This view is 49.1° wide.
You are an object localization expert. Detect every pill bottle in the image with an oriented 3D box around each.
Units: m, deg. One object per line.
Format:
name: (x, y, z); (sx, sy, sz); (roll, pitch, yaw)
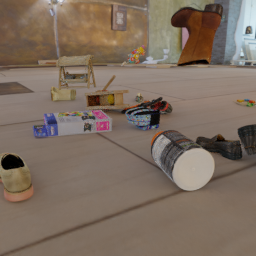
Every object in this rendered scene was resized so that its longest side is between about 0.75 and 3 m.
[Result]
pill bottle: (1.241, 0.680, 7.183); (1.067, 1.067, 2.009); (-4, 17, -14)

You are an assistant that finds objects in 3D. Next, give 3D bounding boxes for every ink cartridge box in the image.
ink cartridge box: (-2.252, -0.218, 11.100); (2.914, 0.611, 1.739); (-8, 18, -18)

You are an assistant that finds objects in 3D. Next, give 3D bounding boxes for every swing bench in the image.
swing bench: (-2.515, -2.718, 13.610); (1.615, 1.623, 1.053); (-1, 11, 13)

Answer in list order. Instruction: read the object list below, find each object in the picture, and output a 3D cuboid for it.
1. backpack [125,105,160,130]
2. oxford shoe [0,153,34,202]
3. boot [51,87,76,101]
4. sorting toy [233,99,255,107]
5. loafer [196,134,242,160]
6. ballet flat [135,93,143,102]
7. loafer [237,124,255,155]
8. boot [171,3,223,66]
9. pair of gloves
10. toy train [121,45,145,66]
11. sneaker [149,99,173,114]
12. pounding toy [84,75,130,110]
backpack: (0.534, -0.385, 11.140); (1.233, 0.830, 1.126); (-10, 19, -32)
oxford shoe: (-2.786, 0.915, 6.806); (0.795, 0.829, 2.246); (-11, 20, -33)
boot: (-3.946, -2.129, 17.172); (1.511, 0.707, 1.944); (-4, 18, -13)
sorting toy: (6.735, -1.421, 15.638); (1.177, 0.234, 1.593); (-1, 16, -5)
loafer: (2.827, 0.459, 8.742); (0.598, 0.594, 1.643); (-14, 21, -36)
ballet flat: (0.682, -1.866, 16.768); (0.473, 0.473, 1.314); (1, 17, 4)
loafer: (4.196, 0.515, 8.372); (2.356, 0.852, 0.858); (8, -19, -27)
boot: (2.762, -3.981, 12.570); (2.657, 2.823, 0.967); (10, -13, 36)
pair of gloves: (0.644, -1.096, 13.425); (1.708, 0.237, 1.917); (-24, 10, -28)
toy train: (0.305, -3.195, 12.680); (1.109, 0.410, 1.476); (-25, 25, 42)
sneaker: (1.615, -1.015, 13.615); (0.764, 0.553, 1.564); (27, -3, -27)
pounding toy: (-1.221, -1.782, 13.987); (1.712, 1.718, 2.994); (-8, 8, -32)
